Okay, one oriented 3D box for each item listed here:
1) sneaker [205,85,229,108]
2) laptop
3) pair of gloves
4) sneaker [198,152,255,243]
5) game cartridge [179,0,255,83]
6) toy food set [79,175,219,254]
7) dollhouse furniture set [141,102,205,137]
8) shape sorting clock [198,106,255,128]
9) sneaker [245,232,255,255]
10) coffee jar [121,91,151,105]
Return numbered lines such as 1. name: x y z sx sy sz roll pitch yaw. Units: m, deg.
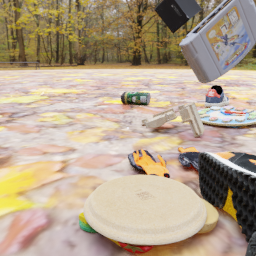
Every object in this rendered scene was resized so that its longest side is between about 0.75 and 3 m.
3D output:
1. sneaker: 4.074 -1.491 12.608 0.820 0.924 2.187 8 16 29
2. laptop: 1.629 -3.865 9.114 1.079 1.011 0.626 -36 8 32
3. pair of gloves: 0.912 0.690 5.586 1.757 0.217 1.565 0 13 -12
4. sneaker: 1.877 0.852 3.448 1.208 0.939 2.685 -5 13 -9
5. game cartridge: 2.588 -2.381 7.499 2.348 1.563 0.488 -44 27 -4
6. toy food set: 0.223 1.063 3.726 1.631 0.401 1.647 14 20 43
7. dollhouse furniture set: 1.137 0.018 8.057 1.847 0.902 1.575 -20 5 24
8. shape sorting clock: 3.370 -0.447 9.534 2.205 0.433 2.205 0 14 0
9. sneaker: 1.457 1.473 1.706 0.783 0.773 2.051 4 24 -13
10. coffee jar: 0.342 -1.366 12.837 1.304 0.556 0.680 6 23 19
